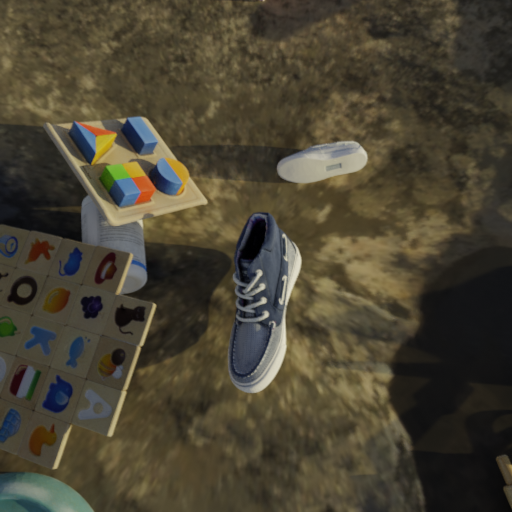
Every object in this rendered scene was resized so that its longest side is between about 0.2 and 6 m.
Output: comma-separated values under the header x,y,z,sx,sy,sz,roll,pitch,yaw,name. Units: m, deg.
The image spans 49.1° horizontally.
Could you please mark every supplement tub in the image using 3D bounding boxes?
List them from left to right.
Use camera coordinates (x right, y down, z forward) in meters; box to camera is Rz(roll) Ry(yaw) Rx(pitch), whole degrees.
x,y,z,sx,sy,sz,roll,pitch,yaw,name
-2.310,-0.204,9.068,0.986,0.986,1.494,-7,66,-3,supplement tub

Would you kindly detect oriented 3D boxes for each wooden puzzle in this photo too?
x,y,z,sx,sy,sz,roll,pitch,yaw,name
-2.014,-1.558,9.178,2.232,0.517,2.067,-18,66,-50,wooden puzzle

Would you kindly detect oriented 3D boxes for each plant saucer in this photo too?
x,y,z,sx,sy,sz,roll,pitch,yaw,name
-3.395,4.363,7.343,2.886,0.395,2.886,0,65,0,plant saucer

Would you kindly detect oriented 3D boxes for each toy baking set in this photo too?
x,y,z,sx,sy,sz,roll,pitch,yaw,name
4.446,3.222,7.938,1.976,0.300,2.575,-18,67,-11,toy baking set

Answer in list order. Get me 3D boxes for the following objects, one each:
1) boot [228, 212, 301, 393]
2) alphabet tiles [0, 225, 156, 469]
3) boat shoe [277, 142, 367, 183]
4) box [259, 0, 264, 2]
x,y,z,sx,sy,sz,roll,pitch,yaw,name
-0.059,0.650,8.393,0.933,1.159,2.565,-3,58,28,boot
-3.408,1.185,8.306,3.763,0.119,3.132,12,76,20,alphabet tiles
1.149,-1.754,10.049,1.609,0.579,0.551,-14,44,2,boat shoe
0.227,-6.778,11.952,1.097,1.189,2.317,26,70,12,box
